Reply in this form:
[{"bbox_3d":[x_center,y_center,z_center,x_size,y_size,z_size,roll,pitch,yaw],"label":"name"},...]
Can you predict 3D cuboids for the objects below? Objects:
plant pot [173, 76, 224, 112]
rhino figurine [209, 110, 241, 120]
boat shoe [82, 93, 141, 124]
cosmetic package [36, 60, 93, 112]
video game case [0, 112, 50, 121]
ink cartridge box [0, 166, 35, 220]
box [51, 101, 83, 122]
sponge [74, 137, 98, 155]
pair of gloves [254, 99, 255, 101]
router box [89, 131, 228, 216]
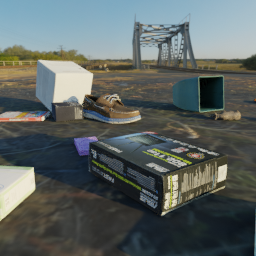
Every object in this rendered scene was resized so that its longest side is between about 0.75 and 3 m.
[{"bbox_3d":[3.177,-1.613,13.354,1.545,1.544,2.186,-8,9,-30],"label":"plant pot"},{"bbox_3d":[3.801,-0.494,10.986,1.252,0.374,0.547,-1,14,3],"label":"rhino figurine"},{"bbox_3d":[-0.781,-0.811,10.864,2.839,1.027,1.025,9,17,33],"label":"boat shoe"},{"bbox_3d":[-2.959,-1.934,12.777,1.804,1.793,2.155,-7,30,-37],"label":"cosmetic package"},{"bbox_3d":[-4.217,-0.475,11.327,1.834,0.160,1.311,-1,13,-2],"label":"video game case"},{"bbox_3d":[-2.573,1.132,4.189,1.523,0.502,2.093,2,12,8],"label":"ink cartridge box"},{"bbox_3d":[-2.452,-0.681,11.221,1.059,0.605,1.163,-5,14,-22],"label":"box"},{"bbox_3d":[-1.065,0.468,7.483,0.620,0.166,1.111,-4,14,-17],"label":"sponge"},{"bbox_3d":[7.893,-1.459,15.262,1.652,0.204,1.471,1,14,2],"label":"pair of gloves"},{"bbox_3d":[0.490,0.697,5.444,1.668,0.692,2.226,-11,17,-37],"label":"router box"}]
